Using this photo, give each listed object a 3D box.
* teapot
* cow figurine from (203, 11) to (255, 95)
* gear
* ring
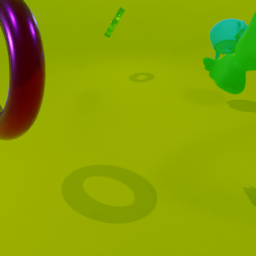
[{"bbox_3d":[2.695,-2.351,7.557,1.025,0.807,1.648,10,-14,-5],"label":"teapot"},{"bbox_3d":[1.489,-0.963,3.382,0.623,1.134,1.116,19,4,-26],"label":"cow figurine"},{"bbox_3d":[-0.477,-3.696,9.871,0.209,1.130,1.130,30,28,-12],"label":"gear"},{"bbox_3d":[-1.727,-0.811,3.732,1.978,1.978,0.396,26,24,37],"label":"ring"}]
